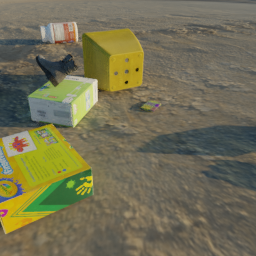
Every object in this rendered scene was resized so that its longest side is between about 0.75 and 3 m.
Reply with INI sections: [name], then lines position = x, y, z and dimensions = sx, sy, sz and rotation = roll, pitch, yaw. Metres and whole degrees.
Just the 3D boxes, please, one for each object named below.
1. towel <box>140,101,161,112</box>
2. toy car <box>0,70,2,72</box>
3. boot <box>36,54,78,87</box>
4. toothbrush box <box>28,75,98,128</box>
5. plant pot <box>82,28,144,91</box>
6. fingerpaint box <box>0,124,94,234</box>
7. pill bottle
[towel]
position = 0.999, -0.951, 12.202
dimensions = 0.666, 0.106, 0.927
rotation = 14, 33, 24
[toy car]
position = -7.149, -2.658, 13.426
dimensions = 2.221, 2.133, 2.704
rotation = 6, 19, -8
[boot]
position = -2.892, -2.629, 11.576
dimensions = 1.334, 0.707, 2.026
rotation = -38, 59, -3
[toothbrush box]
position = -2.584, -1.218, 11.642
dimensions = 1.874, 1.108, 2.573
rotation = 9, 33, 12
[plant pot]
position = -0.556, -3.112, 13.511
dimensions = 2.563, 2.563, 2.261
rotation = -15, 38, -24
[fingerpaint box]
position = -2.640, 1.173, 7.757
dimensions = 2.337, 1.028, 2.802
rotation = -19, 35, -30
[pill bottle]
position = -5.220, -7.222, 21.288
dimensions = 2.642, 1.482, 1.482
rotation = -8, 32, -14
